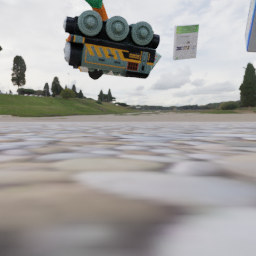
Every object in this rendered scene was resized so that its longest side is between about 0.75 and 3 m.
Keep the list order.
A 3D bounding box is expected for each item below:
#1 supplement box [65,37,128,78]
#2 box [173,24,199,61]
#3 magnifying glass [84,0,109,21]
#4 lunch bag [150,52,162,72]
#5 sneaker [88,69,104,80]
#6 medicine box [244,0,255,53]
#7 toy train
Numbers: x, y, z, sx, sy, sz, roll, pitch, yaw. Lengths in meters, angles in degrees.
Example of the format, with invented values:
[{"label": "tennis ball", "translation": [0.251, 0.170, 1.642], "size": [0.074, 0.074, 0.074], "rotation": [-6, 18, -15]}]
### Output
[{"label": "supplement box", "translation": [-1.096, -3.247, 11.949], "size": [2.758, 1.738, 1.014], "rotation": [14, 52, 32]}, {"label": "box", "translation": [2.401, -3.576, 11.672], "size": [1.025, 1.420, 0.258], "rotation": [-9, 32, -13]}, {"label": "magnifying glass", "translation": [-0.758, -2.891, 6.207], "size": [0.991, 0.279, 2.491], "rotation": [11, -8, 10]}, {"label": "lunch bag", "translation": [0.949, -3.137, 12.870], "size": [0.825, 0.968, 0.591], "rotation": [38, 20, 5]}, {"label": "sneaker", "translation": [-0.916, -2.458, 10.328], "size": [0.564, 0.859, 1.494], "rotation": [34, -47, -6]}, {"label": "medicine box", "translation": [3.617, -2.907, 7.301], "size": [0.837, 1.482, 1.627], "rotation": [7, 33, 15]}, {"label": "toy train", "translation": [-0.375, -1.914, 6.584], "size": [2.316, 1.320, 0.987], "rotation": [5, 14, -18]}]
